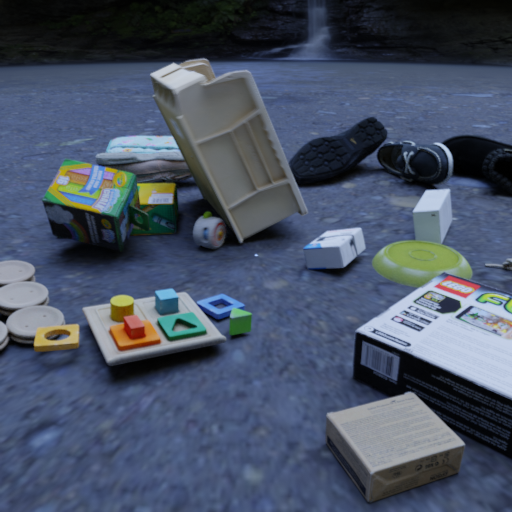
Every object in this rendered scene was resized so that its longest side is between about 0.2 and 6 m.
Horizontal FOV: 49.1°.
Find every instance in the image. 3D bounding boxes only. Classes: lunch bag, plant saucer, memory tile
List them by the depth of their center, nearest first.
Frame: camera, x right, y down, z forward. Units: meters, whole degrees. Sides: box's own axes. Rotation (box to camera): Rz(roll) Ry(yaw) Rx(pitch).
[{"bbox_3d":[-4.318,0.852,7.576,2.970,0.249,2.276,-14,33,-33],"label":"memory tile"},{"bbox_3d":[2.853,0.084,9.642,1.672,0.260,1.672,-1,24,0],"label":"plant saucer"},{"bbox_3d":[-2.942,-2.719,15.241,2.151,0.829,1.725,-2,24,-5],"label":"lunch bag"}]

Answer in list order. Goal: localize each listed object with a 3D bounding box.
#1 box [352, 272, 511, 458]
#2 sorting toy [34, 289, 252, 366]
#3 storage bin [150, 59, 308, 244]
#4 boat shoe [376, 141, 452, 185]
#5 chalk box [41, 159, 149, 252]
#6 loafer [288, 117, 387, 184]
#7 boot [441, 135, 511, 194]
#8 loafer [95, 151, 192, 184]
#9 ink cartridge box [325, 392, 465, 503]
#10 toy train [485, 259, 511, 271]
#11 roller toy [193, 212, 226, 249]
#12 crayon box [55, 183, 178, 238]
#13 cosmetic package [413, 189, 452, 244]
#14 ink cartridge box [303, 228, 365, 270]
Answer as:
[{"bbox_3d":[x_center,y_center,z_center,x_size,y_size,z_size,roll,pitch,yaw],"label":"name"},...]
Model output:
[{"bbox_3d":[3.359,1.409,6.079,4.060,0.705,2.234,22,32,40],"label":"box"},{"bbox_3d":[-1.409,0.827,7.463,2.937,0.400,1.653,-8,22,-27],"label":"sorting toy"},{"bbox_3d":[-0.696,-2.291,11.230,1.471,3.117,3.140,-28,28,-6],"label":"storage bin"},{"bbox_3d":[3.990,-2.383,14.336,0.868,1.088,2.878,-4,12,-11],"label":"boat shoe"},{"bbox_3d":[-2.697,-0.860,9.969,1.706,1.065,1.058,13,56,1],"label":"chalk box"},{"bbox_3d":[2.129,-2.643,14.915,3.359,1.179,1.141,-30,77,-29],"label":"loafer"},{"bbox_3d":[5.820,-2.311,14.069,2.714,1.021,2.029,11,26,22],"label":"boot"},{"bbox_3d":[-2.501,-2.130,14.004,2.878,0.905,1.035,-3,17,-14],"label":"loafer"},{"bbox_3d":[1.333,1.840,5.507,1.050,0.395,0.865,-9,24,-18],"label":"ink cartridge box"},{"bbox_3d":[4.982,-0.202,8.957,2.290,1.325,0.969,11,26,23],"label":"toy train"},{"bbox_3d":[-0.836,-0.429,10.388,0.452,0.647,0.590,12,60,25],"label":"roller toy"},{"bbox_3d":[-2.798,-0.959,11.446,2.338,0.681,1.389,-2,24,-5],"label":"crayon box"},{"bbox_3d":[3.452,-0.768,10.912,0.493,0.701,1.383,-1,21,28],"label":"cosmetic package"},{"bbox_3d":[1.369,-0.128,9.730,0.707,0.412,0.977,-4,18,35],"label":"ink cartridge box"}]
